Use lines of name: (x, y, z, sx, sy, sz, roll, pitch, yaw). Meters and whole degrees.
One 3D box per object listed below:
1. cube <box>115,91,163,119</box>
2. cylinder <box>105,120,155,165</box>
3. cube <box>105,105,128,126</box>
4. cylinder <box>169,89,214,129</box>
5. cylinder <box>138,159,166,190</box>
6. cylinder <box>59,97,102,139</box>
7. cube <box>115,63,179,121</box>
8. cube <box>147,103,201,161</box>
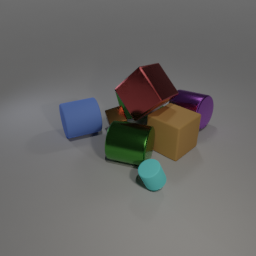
cube: (0.511, -1.296, 12.129, 1.400, 1.400, 1.400, -7, 16, 32)
cylinder: (0.092, 0.516, 9.667, 1.400, 1.400, 1.400, 10, 33, 16)
cube: (-0.443, -0.340, 10.900, 0.700, 0.700, 0.700, -18, 65, -5)
cylinder: (2.618, -0.807, 11.719, 1.400, 1.400, 1.400, 20, 36, 39)
cylinder: (0.739, 1.417, 8.497, 0.700, 0.700, 0.700, -16, 41, 14)
cylinder: (-1.888, -0.406, 11.147, 1.400, 1.400, 1.400, -13, 34, -18)
cube: (0.680, -1.319, 10.105, 1.400, 1.400, 1.400, -27, 83, -52)
cube: (1.659, 0.107, 10.350, 1.400, 1.400, 1.400, 26, 40, 36)
